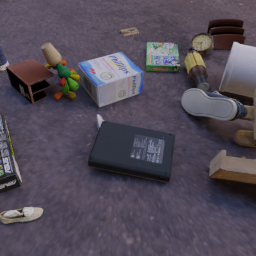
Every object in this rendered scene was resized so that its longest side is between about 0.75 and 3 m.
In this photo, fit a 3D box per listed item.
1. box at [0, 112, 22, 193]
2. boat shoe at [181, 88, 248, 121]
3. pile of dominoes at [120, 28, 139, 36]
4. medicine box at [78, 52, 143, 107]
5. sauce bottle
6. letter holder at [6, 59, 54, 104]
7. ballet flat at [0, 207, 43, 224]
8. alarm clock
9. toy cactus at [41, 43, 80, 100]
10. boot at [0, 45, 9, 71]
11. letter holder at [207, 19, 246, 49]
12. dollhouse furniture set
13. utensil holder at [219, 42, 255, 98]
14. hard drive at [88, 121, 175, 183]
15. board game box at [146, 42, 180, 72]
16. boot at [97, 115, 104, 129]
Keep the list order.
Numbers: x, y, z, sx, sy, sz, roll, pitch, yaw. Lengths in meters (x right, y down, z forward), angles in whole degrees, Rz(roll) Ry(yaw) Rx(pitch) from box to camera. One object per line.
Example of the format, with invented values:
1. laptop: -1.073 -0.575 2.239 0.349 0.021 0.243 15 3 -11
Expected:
1. box: -4.609 0.902 7.826 2.652 0.652 2.746 -20 48 -17
2. boat shoe: 2.741 -0.773 9.170 0.767 0.929 2.480 6 7 -30
3. pile of dominoes: 0.087 -5.017 14.446 0.938 0.149 0.731 -16 45 -16
4. medicine box: -0.657 -1.870 10.507 1.883 0.969 1.715 -22 48 -21
5. sauce bottle: 2.709 -2.218 11.008 0.732 0.732 2.261 1 43 1
6. letter holder: -3.593 -1.830 10.584 1.179 0.834 1.658 -32 52 -32
7. ballet flat: -2.587 2.094 6.782 1.006 0.314 0.339 -11 44 -11
8. alarm clock: 3.217 -3.718 12.692 1.474 0.491 0.994 -20 64 7
9. toy cactus: -2.584 -2.147 10.233 1.209 1.950 2.364 -29 42 0
10. boot: -6.202 -3.024 11.693 2.248 1.015 0.818 1 43 1
11. letter holder: 4.576 -4.381 13.035 1.620 1.152 0.815 1 43 0
12. dollhouse furniture set: 3.327 0.019 7.543 1.823 2.406 2.745 7 71 6
13. utensil holder: 4.582 -1.954 10.050 2.119 1.801 1.801 17 46 13
14. hard drive: 0.156 0.619 8.108 2.282 0.375 1.592 11 48 5
15. board game box: 1.516 -3.165 12.365 1.409 0.305 2.095 2 43 3
16. boot: -0.734 -0.073 9.113 0.452 0.348 0.945 -7 52 -16
